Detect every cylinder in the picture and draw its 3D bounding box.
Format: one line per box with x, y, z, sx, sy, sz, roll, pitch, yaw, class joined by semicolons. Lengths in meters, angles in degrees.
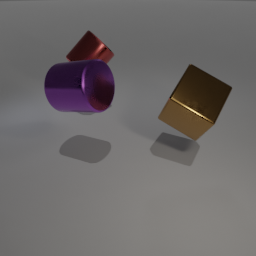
-1.309;-1.131;7.709;1.400;1.400;1.400;3;26;32;cylinder
-1.502;-2.878;11.172;1.400;1.400;1.400;-47;33;7;cylinder

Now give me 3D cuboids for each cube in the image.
1.938;-0.722;8.315;1.400;1.400;1.400;31;68;4;cube
